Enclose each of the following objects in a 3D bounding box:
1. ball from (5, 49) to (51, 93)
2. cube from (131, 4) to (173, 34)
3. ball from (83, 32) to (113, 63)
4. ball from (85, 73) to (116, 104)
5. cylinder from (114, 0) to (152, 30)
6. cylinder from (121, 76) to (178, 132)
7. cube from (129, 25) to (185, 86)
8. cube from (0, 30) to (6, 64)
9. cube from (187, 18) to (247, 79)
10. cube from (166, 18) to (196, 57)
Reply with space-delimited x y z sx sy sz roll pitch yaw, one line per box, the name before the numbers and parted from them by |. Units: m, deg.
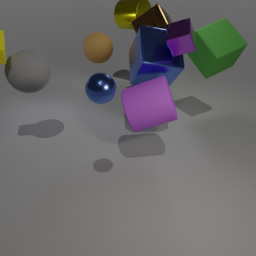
ball | -3.211 -1.827 9.020 1.400 1.400 1.400 0 31 0
cube | 1.242 -4.205 12.240 1.400 1.400 1.400 -28 -14 24
ball | -1.393 -3.747 13.115 1.400 1.400 1.400 0 31 0
ball | -0.614 -0.887 6.291 0.700 0.700 0.700 0 31 0
cylinder | 0.261 -5.612 13.851 1.400 1.400 1.400 15 33 34
cylinder | 0.676 -0.732 8.679 1.400 1.400 1.400 -17 28 13
cube | 0.892 -2.293 9.286 1.400 1.400 1.400 4 69 -15
cube | -3.917 -2.323 8.029 0.700 0.700 0.700 -3 69 -21
cube | 3.351 -3.026 10.748 1.400 1.400 1.400 -26 72 -13
cube | 1.568 -2.657 8.239 0.700 0.700 0.700 -9 56 25
